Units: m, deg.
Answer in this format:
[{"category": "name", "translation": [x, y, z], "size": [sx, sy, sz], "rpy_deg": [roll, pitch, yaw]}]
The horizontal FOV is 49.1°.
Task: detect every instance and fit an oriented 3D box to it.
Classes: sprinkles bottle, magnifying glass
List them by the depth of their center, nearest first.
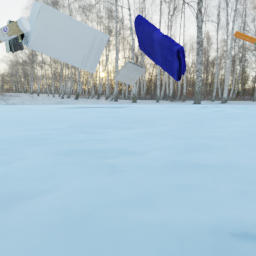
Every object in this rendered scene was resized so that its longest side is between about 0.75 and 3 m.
[{"category": "magnifying glass", "translation": [3.253, -2.058, 6.807], "size": [1.378, 0.154, 0.548], "rpy_deg": [24, 6, 12]}, {"category": "sprinkles bottle", "translation": [-3.373, -2.738, 7.966], "size": [1.171, 0.399, 0.399], "rpy_deg": [-19, 1, 14]}]

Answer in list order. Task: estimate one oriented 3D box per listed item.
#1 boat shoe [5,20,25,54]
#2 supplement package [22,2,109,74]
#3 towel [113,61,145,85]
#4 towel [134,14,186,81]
[{"category": "boat shoe", "translation": [-3.940, -3.225, 9.840], "size": [0.598, 0.708, 1.986], "rpy_deg": [-5, 44, -14]}, {"category": "supplement package", "translation": [-2.442, -3.464, 10.845], "size": [2.725, 1.632, 1.652], "rpy_deg": [16, 15, -34]}, {"category": "towel", "translation": [0.100, -2.272, 11.775], "size": [0.975, 0.254, 1.471], "rpy_deg": [-46, -23, 23]}, {"category": "towel", "translation": [1.326, -3.296, 11.366], "size": [0.658, 2.657, 1.962], "rpy_deg": [-37, -29, -10]}]
